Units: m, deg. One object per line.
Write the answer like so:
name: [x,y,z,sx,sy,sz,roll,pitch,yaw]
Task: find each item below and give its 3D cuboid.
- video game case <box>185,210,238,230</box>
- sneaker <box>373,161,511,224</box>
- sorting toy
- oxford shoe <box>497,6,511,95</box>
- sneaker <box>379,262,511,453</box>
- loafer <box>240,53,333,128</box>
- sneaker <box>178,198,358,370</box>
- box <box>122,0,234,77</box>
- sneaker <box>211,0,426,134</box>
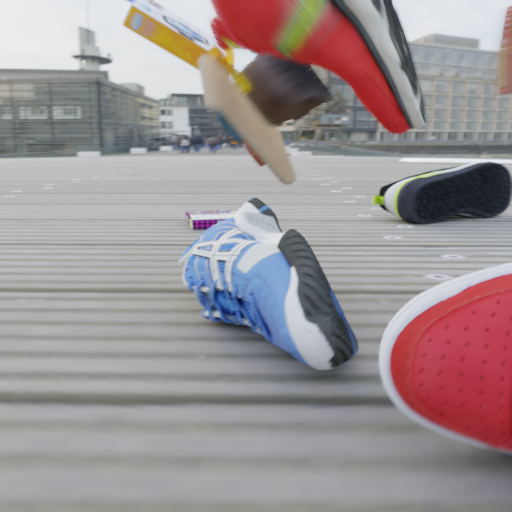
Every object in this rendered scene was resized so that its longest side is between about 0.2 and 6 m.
video game case: [-0.764,-0.799,12.131,1.418,0.254,1.285,-3,13,-13]
sneaker: [4.373,-1.562,13.139,3.676,1.318,1.522,-6,14,-27]
sorting toy: [-0.185,-1.709,6.552,0.247,1.377,1.848,-36,39,20]
oxford shoe: [3.518,-3.035,6.174,1.157,1.109,3.134,3,-19,13]
sneaker: [2.406,0.811,2.495,3.558,1.267,2.001,4,10,9]
loafer: [0.308,-2.682,9.035,1.165,1.198,3.281,-35,1,24]
sneaker: [0.014,0.358,5.563,1.203,1.183,3.124,-28,19,-5]
box: [-1.281,-3.518,8.917,1.976,0.410,1.176,25,28,-16]
sneaker: [0.310,-2.288,5.172,1.420,3.345,1.288,-34,29,32]
